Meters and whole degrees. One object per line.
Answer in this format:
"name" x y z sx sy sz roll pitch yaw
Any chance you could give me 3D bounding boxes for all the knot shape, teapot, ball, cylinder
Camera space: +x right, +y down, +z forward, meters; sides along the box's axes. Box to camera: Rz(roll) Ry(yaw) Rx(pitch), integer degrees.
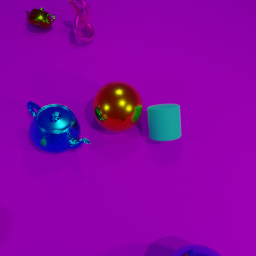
"knot shape" -1.367 -3.323 8.274 0.601 1.217 1.301 -10 60 -3
"teapot" -1.639 -0.022 6.515 1.934 0.947 1.203 34 51 14
"ball" -0.243 -0.512 6.723 1.222 1.222 1.222 0 60 0
"ball" 1.210 2.694 4.861 1.254 1.254 1.254 0 60 0
"teapot" -2.747 -3.415 8.657 1.209 0.752 0.592 13 95 22
"cylinder" 0.857 -0.145 6.610 0.745 0.745 0.745 -6 102 -4
